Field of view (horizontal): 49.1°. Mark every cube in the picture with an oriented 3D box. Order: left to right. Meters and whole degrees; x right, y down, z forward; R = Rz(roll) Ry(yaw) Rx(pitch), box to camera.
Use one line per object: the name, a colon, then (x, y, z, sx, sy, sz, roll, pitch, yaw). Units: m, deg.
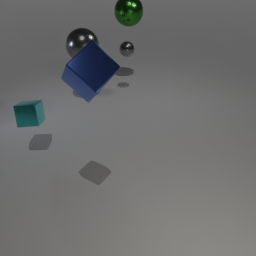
cube: (-3.123, -0.463, 8.921, 0.700, 0.700, 0.700, -4, 18, 2)
cube: (-0.695, -1.012, 5.125, 0.700, 0.700, 0.700, -51, 10, -20)

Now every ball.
ball: (-1.917, -3.490, 11.824, 1.400, 1.400, 1.400, 0, 31, 0)
ball: (-0.047, -3.674, 13.037, 0.700, 0.700, 0.700, 0, 31, 0)
ball: (0.038, -5.620, 13.469, 1.400, 1.400, 1.400, 0, 31, 0)
